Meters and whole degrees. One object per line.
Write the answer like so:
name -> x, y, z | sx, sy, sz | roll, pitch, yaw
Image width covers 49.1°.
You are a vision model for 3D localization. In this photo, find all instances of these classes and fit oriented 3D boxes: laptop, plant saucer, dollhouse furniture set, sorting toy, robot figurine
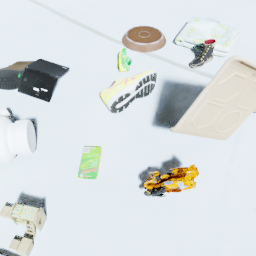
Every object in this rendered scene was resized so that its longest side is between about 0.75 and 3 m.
laptop -> -3.596, -2.080, 12.013 | 1.549, 0.903, 1.748 | 19, 91, 10
plant saucer -> 0.847, -4.780, 14.735 | 2.377, 0.409, 2.377 | -1, 47, 1
dollhouse furniture set -> -3.124, 2.669, 7.600 | 1.324, 0.736, 1.171 | 10, 48, 9
sorting toy -> 3.003, -0.767, 8.574 | 2.740, 2.960, 0.540 | 9, 42, -37
robot figurine -> 1.213, 1.535, 8.221 | 1.659, 0.483, 1.203 | -15, 13, 26

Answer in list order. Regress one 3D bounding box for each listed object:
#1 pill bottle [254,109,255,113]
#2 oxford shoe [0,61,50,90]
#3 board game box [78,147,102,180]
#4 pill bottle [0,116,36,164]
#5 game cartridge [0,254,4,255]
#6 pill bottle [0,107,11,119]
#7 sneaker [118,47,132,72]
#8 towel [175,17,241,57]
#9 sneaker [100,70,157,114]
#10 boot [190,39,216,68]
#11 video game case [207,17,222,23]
pill bottle -> 5.710, -1.148, 10.660 | 2.530, 1.420, 1.420 | 12, 48, 11
oxford shoe -> -4.882, -2.343, 12.137 | 2.669, 0.970, 1.127 | -16, 46, -32
board game box -> -1.261, 1.180, 9.363 | 0.625, 0.196, 1.309 | 2, 45, 3
pill bottle -> -4.566, 0.443, 9.105 | 2.812, 1.565, 1.565 | -6, 47, -5
game cartridge -> -2.952, 3.756, 6.945 | 1.305, 0.271, 0.869 | 14, 45, 13
pill bottle -> -5.006, -0.241, 10.329 | 0.682, 0.682, 1.232 | 32, 55, 26
sneaker -> -0.127, -3.179, 13.201 | 0.633, 0.561, 1.515 | 3, 55, -4
towel -> 4.180, -4.785, 14.545 | 2.810, 0.677, 2.405 | 22, 50, 19
sneaker -> 0.031, -1.737, 11.477 | 2.733, 1.068, 1.234 | -32, 52, -26
boot -> 3.521, -3.472, 13.050 | 1.427, 1.074, 0.522 | -26, 52, -22
video game case -> 4.794, -6.072, 16.127 | 0.801, 0.101, 0.879 | -34, 57, -28
